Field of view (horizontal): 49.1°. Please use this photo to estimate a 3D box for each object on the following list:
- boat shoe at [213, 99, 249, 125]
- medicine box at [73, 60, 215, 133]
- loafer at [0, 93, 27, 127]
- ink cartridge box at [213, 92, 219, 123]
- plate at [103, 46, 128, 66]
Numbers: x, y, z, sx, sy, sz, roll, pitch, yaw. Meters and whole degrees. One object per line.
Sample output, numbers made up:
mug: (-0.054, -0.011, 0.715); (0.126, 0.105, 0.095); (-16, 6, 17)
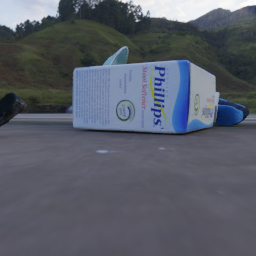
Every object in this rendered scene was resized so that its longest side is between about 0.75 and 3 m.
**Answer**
boat shoe: (2.764, -0.534, 9.393); (0.885, 1.085, 2.579); (-13, 26, -35)
medicine box: (0.506, -0.699, 6.970); (2.803, 1.443, 2.553); (2, 4, 28)
loafer: (-2.289, -0.170, 5.027); (1.062, 0.387, 0.384); (-35, -28, 6)
ink cartridge box: (2.016, -0.656, 8.317); (1.255, 0.527, 0.916); (10, -29, 18)
plate: (-0.721, -1.403, 9.124); (0.351, 2.746, 2.746); (26, 6, 3)
